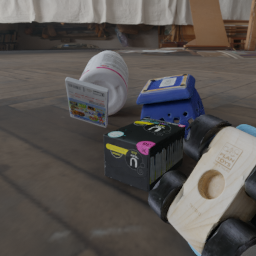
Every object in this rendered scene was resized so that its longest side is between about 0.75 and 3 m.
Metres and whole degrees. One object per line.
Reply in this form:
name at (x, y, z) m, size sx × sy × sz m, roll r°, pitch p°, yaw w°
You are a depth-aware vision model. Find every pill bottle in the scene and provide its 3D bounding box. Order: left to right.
pill bottle at (-0.769, -1.694, 9.722) m, size 1.573 × 1.573 × 2.774 m, roll 1°, pitch 30°, yaw 2°

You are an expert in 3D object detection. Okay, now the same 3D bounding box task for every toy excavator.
toy excavator at (1.860, 0.677, 3.534) m, size 2.507 × 2.438 × 1.252 m, roll 30°, pitch 3°, yaw -37°

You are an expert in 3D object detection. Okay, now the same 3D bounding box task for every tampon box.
tampon box at (0.339, 0.426, 5.334) m, size 1.009 × 0.850 × 1.346 m, roll 13°, pitch 23°, yaw 34°

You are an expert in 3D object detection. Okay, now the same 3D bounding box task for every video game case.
video game case at (-1.005, -0.601, 7.049) m, size 1.052 × 1.470 × 0.132 m, roll 17°, pitch 56°, yaw 5°

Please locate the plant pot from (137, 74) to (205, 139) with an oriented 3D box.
plant pot at (1.032, -0.496, 6.754) m, size 1.451 × 1.305 × 1.451 m, roll -6°, pitch 25°, yaw 21°
